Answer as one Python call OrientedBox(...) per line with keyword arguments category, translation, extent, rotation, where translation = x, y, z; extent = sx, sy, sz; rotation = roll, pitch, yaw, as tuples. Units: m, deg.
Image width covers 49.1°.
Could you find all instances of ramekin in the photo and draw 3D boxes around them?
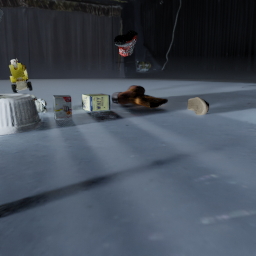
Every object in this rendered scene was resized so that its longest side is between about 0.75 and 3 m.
OrientedBox(category="ramekin", translation=(-3.685, -0.472, 8.312), extent=(2.081, 0.969, 2.081), rotation=(-1, 12, 0))

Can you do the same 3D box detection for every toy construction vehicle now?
OrientedBox(category="toy construction vehicle", translation=(-4.024, -1.399, 8.333), extent=(2.122, 0.858, 2.438), rotation=(-13, 7, -15))

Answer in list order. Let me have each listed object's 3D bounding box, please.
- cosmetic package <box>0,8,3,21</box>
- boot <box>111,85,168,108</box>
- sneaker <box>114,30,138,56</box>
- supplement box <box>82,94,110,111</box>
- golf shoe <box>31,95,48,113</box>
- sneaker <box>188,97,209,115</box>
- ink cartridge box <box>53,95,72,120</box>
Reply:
OrientedBox(category="cosmetic package", translation=(-4.089, -1.992, 5.526), extent=(1.890, 2.272, 1.902), rotation=(8, -14, 13))
OrientedBox(category="boot", translation=(0.838, -1.598, 13.864), extent=(2.530, 0.866, 2.381), rotation=(11, 16, 39))
OrientedBox(category="sneaker", translation=(-0.114, -2.889, 9.935), extent=(0.507, 0.814, 1.520), rotation=(26, 37, 9))
OrientedBox(category="supplement box", translation=(-1.395, -1.134, 12.182), extent=(0.950, 0.638, 0.951), rotation=(-7, 14, -30))
OrientedBox(category="golf shoe", translation=(-4.033, -0.944, 11.402), extent=(0.839, 0.676, 1.726), rotation=(-19, 21, -41))
OrientedBox(category="sneaker", translation=(2.945, -0.901, 11.090), extent=(0.710, 0.662, 1.881), rotation=(2, 13, -5))
OrientedBox(category="ink cartridge box", translation=(-2.327, -0.740, 9.976), extent=(0.588, 0.810, 0.586), rotation=(-5, 16, -19))
